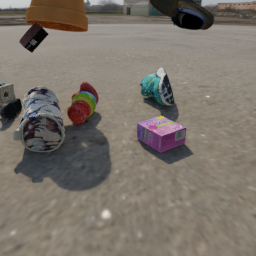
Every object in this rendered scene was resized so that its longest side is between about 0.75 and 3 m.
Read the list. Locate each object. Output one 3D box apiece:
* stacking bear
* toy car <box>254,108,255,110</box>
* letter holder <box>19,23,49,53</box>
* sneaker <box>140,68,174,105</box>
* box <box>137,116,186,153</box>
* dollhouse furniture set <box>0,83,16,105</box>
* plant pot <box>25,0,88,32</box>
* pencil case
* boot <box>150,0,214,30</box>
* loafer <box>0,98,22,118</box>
[{"bbox_3d":[-1.526,-0.699,9.184,0.878,0.938,1.544,37,29,-14],"label":"stacking bear"},{"bbox_3d":[4.512,-0.324,9.002,0.665,0.981,1.999,-38,-8,22],"label":"toy car"},{"bbox_3d":[-3.060,-2.939,8.900,0.587,0.826,0.416,46,5,19],"label":"letter holder"},{"bbox_3d":[1.087,-1.502,10.969,1.195,1.163,3.000,-18,19,7],"label":"sneaker"},{"bbox_3d":[0.910,0.139,7.715,0.905,0.497,1.029,-16,29,-31],"label":"box"},{"bbox_3d":[-5.281,-1.847,10.372,1.322,1.875,1.314,12,27,25],"label":"dollhouse furniture set"},{"bbox_3d":[-2.306,-4.115,9.357,2.054,1.438,2.054,7,11,-1],"label":"plant pot"},{"bbox_3d":[-2.548,-0.363,8.100,1.222,1.063,2.732,14,19,-23],"label":"pencil case"},{"bbox_3d":[0.886,-2.059,4.863,1.258,0.470,0.610,26,34,9],"label":"boot"},{"bbox_3d":[-4.048,-0.624,9.416,0.540,0.544,1.495,-7,15,-1],"label":"loafer"}]
